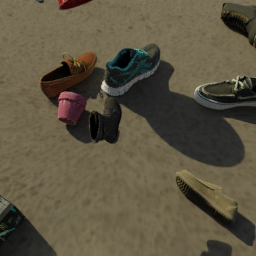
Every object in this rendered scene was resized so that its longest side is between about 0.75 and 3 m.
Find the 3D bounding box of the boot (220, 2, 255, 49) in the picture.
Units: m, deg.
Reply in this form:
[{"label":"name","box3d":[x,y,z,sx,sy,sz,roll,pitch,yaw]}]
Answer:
[{"label":"boot","box3d":[4.399,-4.040,10.891,1.981,1.109,2.864,17,43,17]}]

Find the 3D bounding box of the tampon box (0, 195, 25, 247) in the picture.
[{"label":"tampon box","box3d":[-3.105,2.190,6.423,0.696,0.827,1.103,27,59,18]}]

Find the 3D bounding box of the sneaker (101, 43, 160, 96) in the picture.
[{"label":"sneaker","box3d":[0.211,-2.211,9.338,1.051,1.236,2.710,34,60,20]}]

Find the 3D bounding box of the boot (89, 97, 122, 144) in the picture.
[{"label":"boot","box3d":[-0.471,-0.202,5.638,0.392,0.985,1.131,-7,77,19]}]

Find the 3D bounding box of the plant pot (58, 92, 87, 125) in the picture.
[{"label":"plant pot","box3d":[-1.746,-0.554,8.460,0.862,0.862,0.772,11,71,8]}]

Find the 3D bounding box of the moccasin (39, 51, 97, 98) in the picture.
[{"label":"moccasin","box3d":[-1.973,-1.952,9.371,2.273,0.877,0.831,-35,61,-22]}]

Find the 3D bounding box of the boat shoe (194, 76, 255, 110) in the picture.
[{"label":"boat shoe","box3d":[3.544,-1.238,8.842,2.831,0.901,1.001,-1,54,-1]}]

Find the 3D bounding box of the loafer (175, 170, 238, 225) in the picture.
[{"label":"loafer","box3d":[1.953,1.637,6.975,1.768,0.672,0.596,41,62,14]}]

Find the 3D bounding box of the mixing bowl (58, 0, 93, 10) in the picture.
[{"label":"mixing bowl","box3d":[-1.250,-4.292,7.918,2.033,1.101,2.033,-22,17,7]}]
